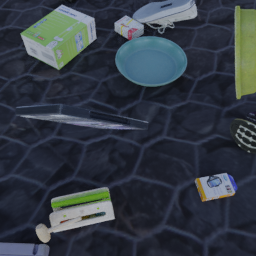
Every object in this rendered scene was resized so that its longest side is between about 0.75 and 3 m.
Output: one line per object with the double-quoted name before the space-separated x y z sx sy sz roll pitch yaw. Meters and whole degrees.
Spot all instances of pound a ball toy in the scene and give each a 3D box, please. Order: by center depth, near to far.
"pound a ball toy" -1.223 2.198 6.803 1.761 0.748 1.148 -11 21 -8

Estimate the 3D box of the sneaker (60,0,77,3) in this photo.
"sneaker" -2.558 -6.301 12.985 0.795 0.457 1.523 35 65 16

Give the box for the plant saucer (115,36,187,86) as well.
"plant saucer" 0.833 -2.367 10.257 2.580 0.464 2.580 0 55 0

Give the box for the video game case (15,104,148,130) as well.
"video game case" -0.921 -0.195 5.993 1.654 2.315 0.220 1 85 43

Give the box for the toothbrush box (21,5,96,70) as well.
"toothbrush box" -2.580 -3.521 10.731 1.668 0.986 2.290 28 61 19

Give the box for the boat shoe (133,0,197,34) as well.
"boat shoe" 1.537 -4.509 11.455 2.751 1.173 1.016 -1 55 35

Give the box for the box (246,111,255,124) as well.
"box" 4.621 -0.389 8.669 1.473 0.266 1.053 -17 20 -10

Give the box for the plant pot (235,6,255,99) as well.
"plant pot" 3.101 -1.566 5.616 1.749 1.903 1.903 0 53 23

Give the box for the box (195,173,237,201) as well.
"box" 2.425 1.603 7.665 1.026 0.213 0.611 -8 56 -8

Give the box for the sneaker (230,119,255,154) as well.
"sneaker" 4.138 0.354 8.342 2.244 0.863 0.994 31 34 20

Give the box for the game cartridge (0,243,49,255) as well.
"game cartridge" -3.242 3.468 6.232 2.657 0.510 1.722 2 59 1

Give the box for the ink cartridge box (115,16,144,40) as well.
"ink cartridge box" 0.039 -4.095 11.479 1.001 0.418 0.727 37 63 23
